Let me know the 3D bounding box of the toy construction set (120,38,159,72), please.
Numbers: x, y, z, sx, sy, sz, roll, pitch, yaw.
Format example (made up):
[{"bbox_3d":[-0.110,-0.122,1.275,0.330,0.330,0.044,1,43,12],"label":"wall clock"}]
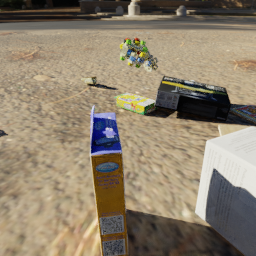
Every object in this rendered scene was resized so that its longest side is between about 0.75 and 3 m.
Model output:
[{"bbox_3d":[0.411,-2.487,9.432,1.243,0.873,1.896,35,17,20],"label":"toy construction set"}]

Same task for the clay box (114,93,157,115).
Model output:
[{"bbox_3d":[0.246,-0.898,10.038,1.429,0.340,0.821,20,30,35],"label":"clay box"}]

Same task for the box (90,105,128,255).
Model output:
[{"bbox_3d":[-0.291,0.797,4.290,0.463,2.232,1.329,-3,26,-6],"label":"box"}]

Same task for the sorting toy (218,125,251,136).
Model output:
[{"bbox_3d":[2.998,0.316,7.479,1.052,0.368,1.059,4,26,10],"label":"sorting toy"}]

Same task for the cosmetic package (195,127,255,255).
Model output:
[{"bbox_3d":[2.478,1.320,3.939,1.268,1.609,2.990,-13,30,-29],"label":"cosmetic package"}]

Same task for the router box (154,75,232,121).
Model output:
[{"bbox_3d":[2.241,-1.100,9.808,2.408,0.629,1.894,13,27,8],"label":"router box"}]

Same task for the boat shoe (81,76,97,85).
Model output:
[{"bbox_3d":[-1.757,-2.091,12.545,0.408,0.366,1.103,-18,17,-31],"label":"boat shoe"}]

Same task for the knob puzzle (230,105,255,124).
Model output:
[{"bbox_3d":[4.616,-0.549,9.426,1.886,0.262,1.886,0,25,0],"label":"knob puzzle"}]
